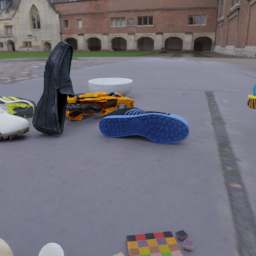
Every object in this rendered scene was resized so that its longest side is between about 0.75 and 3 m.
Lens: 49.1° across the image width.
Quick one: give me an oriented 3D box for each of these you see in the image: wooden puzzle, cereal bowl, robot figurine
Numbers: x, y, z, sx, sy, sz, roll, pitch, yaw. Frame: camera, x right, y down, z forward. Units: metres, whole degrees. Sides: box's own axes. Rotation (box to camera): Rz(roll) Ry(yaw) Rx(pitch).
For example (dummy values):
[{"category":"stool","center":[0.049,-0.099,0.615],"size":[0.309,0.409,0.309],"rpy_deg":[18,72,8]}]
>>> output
[{"category":"wooden puzzle","center":[0.378,1.739,3.931],"size":[1.200,0.084,0.712],"rpy_deg":[-2,18,-8]},{"category":"cereal bowl","center":[-0.876,-1.925,14.055],"size":[2.233,0.930,2.233],"rpy_deg":[1,17,0]},{"category":"robot figurine","center":[-1.323,-0.888,10.955],"size":[2.887,0.840,2.093],"rpy_deg":[-8,19,-25]}]

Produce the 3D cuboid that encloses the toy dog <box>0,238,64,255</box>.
[{"category":"toy dog","center":[-1.236,1.573,2.759],"size":[2.288,1.102,1.509],"rpy_deg":[3,18,8]}]

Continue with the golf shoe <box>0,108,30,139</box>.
[{"category":"golf shoe","center":[-4.363,-0.366,8.550],"size":[2.825,1.301,1.026],"rpy_deg":[7,15,11]}]

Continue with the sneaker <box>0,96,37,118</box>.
[{"category":"sneaker","center":[-4.726,-0.840,11.096],"size":[2.266,0.844,0.959],"rpy_deg":[10,12,1]}]

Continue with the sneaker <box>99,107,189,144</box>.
[{"category":"sneaker","center":[0.532,-0.195,8.543],"size":[2.773,0.972,1.080],"rpy_deg":[5,26,20]}]

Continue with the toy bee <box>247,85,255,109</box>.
[{"category":"toy bee","center":[3.967,-0.988,8.075],"size":[0.974,1.487,0.808],"rpy_deg":[-15,49,4]}]

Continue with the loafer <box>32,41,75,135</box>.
[{"category":"loafer","center":[-2.102,-1.206,8.724],"size":[1.024,2.918,0.991],"rpy_deg":[13,-1,13]}]
